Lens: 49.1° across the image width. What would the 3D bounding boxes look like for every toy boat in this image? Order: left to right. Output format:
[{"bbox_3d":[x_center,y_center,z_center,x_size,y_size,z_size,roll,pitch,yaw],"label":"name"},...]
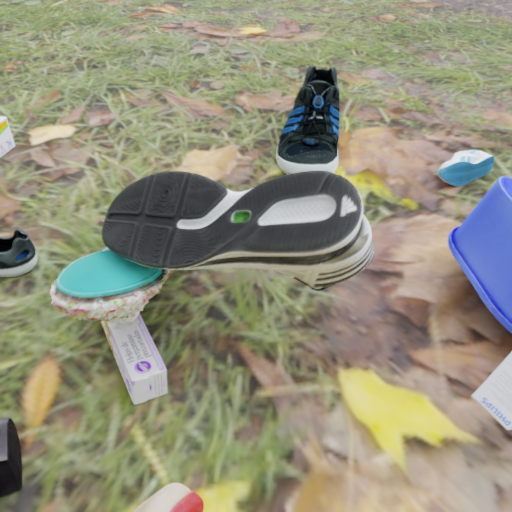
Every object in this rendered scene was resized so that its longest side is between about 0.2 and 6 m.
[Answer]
[{"bbox_3d":[-0.843,2.681,4.890,0.841,0.839,1.286,39,46,-1],"label":"toy boat"}]

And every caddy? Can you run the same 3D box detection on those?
[{"bbox_3d":[3.738,0.271,7.302,2.011,1.494,2.845,15,34,-19],"label":"caddy"}]

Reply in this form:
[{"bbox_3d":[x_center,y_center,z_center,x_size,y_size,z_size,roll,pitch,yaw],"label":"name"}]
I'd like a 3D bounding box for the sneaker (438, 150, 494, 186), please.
[{"bbox_3d":[3.858,-1.676,10.552,1.329,0.509,0.537,-16,35,-30],"label":"sneaker"}]

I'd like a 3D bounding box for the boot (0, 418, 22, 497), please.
[{"bbox_3d":[-3.442,2.628,4.724,2.637,0.903,2.482,-13,40,-15],"label":"boot"}]

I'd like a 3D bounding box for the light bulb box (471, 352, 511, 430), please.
[{"bbox_3d":[2.773,1.343,5.761,0.777,0.783,0.489,17,24,-47],"label":"light bulb box"}]

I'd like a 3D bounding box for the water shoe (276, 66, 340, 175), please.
[{"bbox_3d":[1.069,-2.755,11.172,1.219,1.346,3.410,4,38,5],"label":"water shoe"}]

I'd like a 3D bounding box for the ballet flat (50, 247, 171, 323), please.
[{"bbox_3d":[-1.513,0.266,6.914,1.090,0.921,2.882,15,24,9],"label":"ballet flat"}]

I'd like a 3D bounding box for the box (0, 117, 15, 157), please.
[{"bbox_3d":[-5.497,-2.204,11.029,0.728,0.656,1.295,9,39,13],"label":"box"}]

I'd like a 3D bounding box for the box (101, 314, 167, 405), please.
[{"bbox_3d":[-1.716,0.916,7.237,0.429,0.459,2.217,-15,41,-23],"label":"box"}]

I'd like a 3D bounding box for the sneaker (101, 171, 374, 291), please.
[{"bbox_3d":[-0.156,-0.071,6.503,3.122,1.796,1.178,2,67,25],"label":"sneaker"}]

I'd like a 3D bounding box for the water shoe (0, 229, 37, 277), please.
[{"bbox_3d":[-4.187,-0.011,8.211,1.787,0.705,0.639,-12,40,-15],"label":"water shoe"}]
